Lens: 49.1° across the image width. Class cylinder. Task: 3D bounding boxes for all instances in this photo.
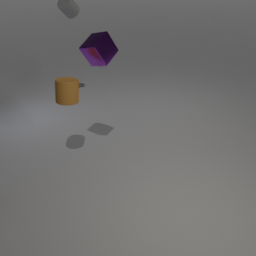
[{"bbox_3d":[-2.545,-5.188,12.002,0.700,0.700,0.700,15,-8,25],"label":"cylinder"},{"bbox_3d":[-1.821,-1.108,8.377,0.700,0.700,0.700,3,23,-1],"label":"cylinder"}]

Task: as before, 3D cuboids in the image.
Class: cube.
[{"bbox_3d":[-0.849,-2.299,8.192,0.700,0.700,0.700,10,58,42],"label":"cube"}]
